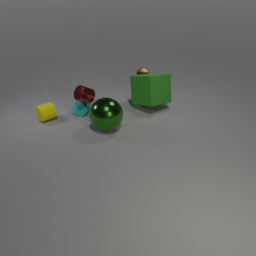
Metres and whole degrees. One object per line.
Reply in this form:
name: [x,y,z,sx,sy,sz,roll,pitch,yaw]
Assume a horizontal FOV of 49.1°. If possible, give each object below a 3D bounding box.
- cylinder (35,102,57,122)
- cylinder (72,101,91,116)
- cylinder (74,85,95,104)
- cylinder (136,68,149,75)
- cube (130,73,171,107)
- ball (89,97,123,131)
cylinder: [-3.647,-0.715,12.459,0.700,0.700,0.700,-24,37,-34]
cylinder: [-2.164,-1.000,13.091,0.700,0.700,0.700,6,29,10]
cylinder: [-1.943,-1.495,12.505,0.700,0.700,0.700,13,12,-47]
cylinder: [0.840,-3.117,16.192,0.700,0.700,0.700,0,17,0]
cube: [1.100,-1.866,13.444,1.400,1.400,1.400,-16,18,-39]
ball: [-0.900,-0.563,11.568,1.400,1.400,1.400,0,29,0]
